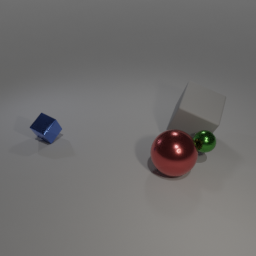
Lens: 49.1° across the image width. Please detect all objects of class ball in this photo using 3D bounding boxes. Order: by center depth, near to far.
[{"bbox_3d":[1.370,0.738,8.349,1.400,1.400,1.400,0,30,0],"label":"ball"},{"bbox_3d":[2.360,0.413,8.632,0.700,0.700,0.700,0,30,0],"label":"ball"}]

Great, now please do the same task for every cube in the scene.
[{"bbox_3d":[2.360,-0.494,9.759,1.400,1.400,1.400,24,55,3],"label":"cube"},{"bbox_3d":[-2.913,0.009,9.999,0.700,0.700,0.700,24,67,19],"label":"cube"}]
